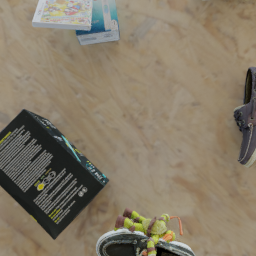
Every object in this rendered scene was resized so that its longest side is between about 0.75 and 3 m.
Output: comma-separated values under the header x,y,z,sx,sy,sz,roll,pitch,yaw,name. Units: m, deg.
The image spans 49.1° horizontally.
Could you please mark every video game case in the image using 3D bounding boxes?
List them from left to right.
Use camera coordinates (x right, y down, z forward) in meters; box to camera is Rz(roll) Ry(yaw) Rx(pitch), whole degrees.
x,y,z,sx,sy,sz,roll,pitch,yaw,name
-1.707,-3.093,7.508,1.463,0.167,1.331,2,52,-6,video game case

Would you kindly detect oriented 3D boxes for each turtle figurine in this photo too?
x,y,z,sx,sy,sz,roll,pitch,yaw,name
0.517,2.665,7.272,1.660,2.059,0.663,14,118,20,turtle figurine

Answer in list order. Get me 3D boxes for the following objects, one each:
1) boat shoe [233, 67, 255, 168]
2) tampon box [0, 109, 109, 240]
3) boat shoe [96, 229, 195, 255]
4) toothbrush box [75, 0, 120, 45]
x,y,z,sx,sy,sz,roll,pitch,yaw,name
3.495,-0.376,7.978,0.961,1.067,2.966,18,81,8,boat shoe
-2.042,1.108,7.280,2.661,1.994,1.680,43,85,4,tampon box
0.502,3.409,7.584,2.797,0.890,0.989,6,84,1,boat shoe
-0.985,-3.534,8.435,1.282,0.747,1.752,-7,82,-1,toothbrush box
